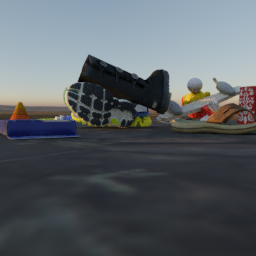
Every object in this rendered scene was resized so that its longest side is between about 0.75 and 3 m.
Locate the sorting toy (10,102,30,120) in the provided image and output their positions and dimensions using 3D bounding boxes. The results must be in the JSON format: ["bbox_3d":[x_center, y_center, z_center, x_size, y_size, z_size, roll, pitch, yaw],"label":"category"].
[{"bbox_3d":[-5.388,-0.580,11.260,2.971,1.023,1.030,0,2,-32],"label":"sorting toy"}]

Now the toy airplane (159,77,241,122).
[{"bbox_3d":[2.704,-0.986,10.457,2.585,1.832,2.597,-11,12,39],"label":"toy airplane"}]

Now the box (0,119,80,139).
[{"bbox_3d":[-1.717,-0.005,5.270,1.167,0.312,1.927,-1,4,-29],"label":"box"}]

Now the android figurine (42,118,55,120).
[{"bbox_3d":[-3.826,-0.319,13.768,1.475,0.303,1.342,-3,3,-38],"label":"android figurine"}]

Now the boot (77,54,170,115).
[{"bbox_3d":[-0.093,-1.719,9.554,2.952,0.969,2.433,16,32,-10],"label":"boot"}]

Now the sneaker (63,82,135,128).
[{"bbox_3d":[-0.906,-0.538,8.187,1.107,1.077,2.779,9,-8,34],"label":"sneaker"}]

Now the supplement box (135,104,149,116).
[{"bbox_3d":[0.387,-1.198,15.594,1.267,1.908,1.882,0,2,-5],"label":"supplement box"}]

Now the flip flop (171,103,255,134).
[{"bbox_3d":[2.022,-0.211,5.997,2.233,0.643,0.905,1,2,29],"label":"flip flop"}]

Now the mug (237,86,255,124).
[{"bbox_3d":[4.372,-0.721,9.598,0.938,1.405,1.248,-1,2,-39],"label":"mug"}]

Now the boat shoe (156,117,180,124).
[{"bbox_3d":[2.319,-0.475,15.781,1.461,0.517,0.506,-10,5,-17],"label":"boat shoe"}]

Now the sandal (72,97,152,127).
[{"bbox_3d":[-0.568,-0.666,10.061,2.893,1.259,1.150,-3,10,-17],"label":"sandal"}]

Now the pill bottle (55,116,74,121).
[{"bbox_3d":[-2.855,-0.344,12.564,0.784,0.439,0.439,-1,2,-33],"label":"pill bottle"}]
